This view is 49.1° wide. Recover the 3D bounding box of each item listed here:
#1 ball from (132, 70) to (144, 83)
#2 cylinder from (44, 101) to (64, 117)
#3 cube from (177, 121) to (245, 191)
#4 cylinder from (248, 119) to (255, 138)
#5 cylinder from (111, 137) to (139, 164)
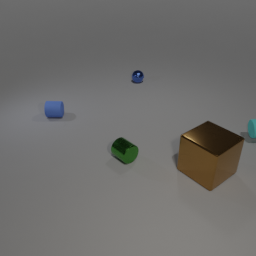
[{"bbox_3d":[0.554,-2.877,15.660,0.700,0.700,0.700,0,32,0],"label":"ball"},{"bbox_3d":[-3.225,-0.827,12.280,0.700,0.700,0.700,1,32,-1],"label":"cylinder"},{"bbox_3d":[2.583,0.834,8.910,1.400,1.400,1.400,-24,39,-32],"label":"cube"},{"bbox_3d":[4.934,0.003,10.426,0.700,0.700,0.700,-4,31,4],"label":"cylinder"},{"bbox_3d":[-0.111,0.773,9.702,0.700,0.700,0.700,-25,40,-34],"label":"cylinder"}]
